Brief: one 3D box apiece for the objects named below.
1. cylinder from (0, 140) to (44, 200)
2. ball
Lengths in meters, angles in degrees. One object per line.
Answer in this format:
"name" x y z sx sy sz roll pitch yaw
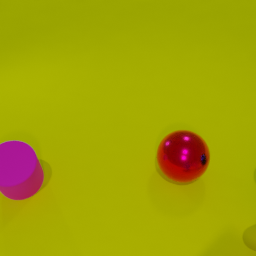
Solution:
"cylinder" -2.169 0.839 5.448 0.910 0.910 0.910 3 60 -5
"ball" 1.136 0.579 5.796 1.089 1.089 1.089 0 40 0
